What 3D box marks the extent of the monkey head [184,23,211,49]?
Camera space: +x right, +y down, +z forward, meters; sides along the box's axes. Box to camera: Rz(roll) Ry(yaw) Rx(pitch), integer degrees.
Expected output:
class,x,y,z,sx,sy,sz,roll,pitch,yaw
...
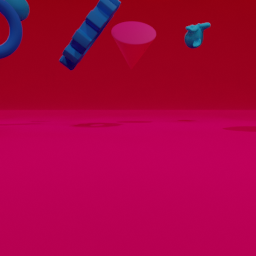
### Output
class,x,y,z,sx,sy,sz,roll,pitch,yaw
monkey head,2.425,-3.200,9.729,0.937,0.785,1.302,-11,22,13

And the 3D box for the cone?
class,x,y,z,sx,sy,sz,roll,pitch,yaw
cone,0.146,-2.487,9.140,1.387,1.392,1.387,2,47,-2

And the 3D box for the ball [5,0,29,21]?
class,x,y,z,sx,sy,sz,roll,pitch,yaw
ball,-3.410,-3.647,8.540,0.762,0.762,0.762,0,4,0

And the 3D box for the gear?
class,x,y,z,sx,sy,sz,roll,pitch,yaw
gear,-0.952,-2.367,6.988,0.378,2.043,2.043,36,-5,-14

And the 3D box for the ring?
class,x,y,z,sx,sy,sz,roll,pitch,yaw
ring,-3.517,-2.567,7.130,1.613,1.613,0.323,-3,10,-37
